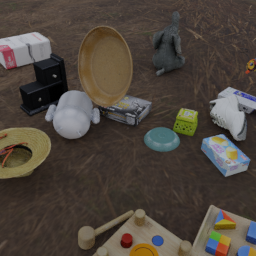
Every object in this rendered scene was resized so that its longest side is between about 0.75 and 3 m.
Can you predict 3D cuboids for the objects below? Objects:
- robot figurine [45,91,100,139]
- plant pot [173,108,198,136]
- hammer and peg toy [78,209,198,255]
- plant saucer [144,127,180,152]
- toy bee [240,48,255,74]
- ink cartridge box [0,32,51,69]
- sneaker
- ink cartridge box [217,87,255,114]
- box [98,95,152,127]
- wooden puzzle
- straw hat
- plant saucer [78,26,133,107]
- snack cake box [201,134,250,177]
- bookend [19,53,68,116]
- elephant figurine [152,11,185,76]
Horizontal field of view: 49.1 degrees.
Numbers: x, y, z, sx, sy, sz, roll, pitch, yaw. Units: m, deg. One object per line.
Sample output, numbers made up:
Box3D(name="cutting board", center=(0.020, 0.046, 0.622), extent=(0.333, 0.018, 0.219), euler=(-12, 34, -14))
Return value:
Box3D(name="robot figurine", center=(-2.189, -0.546, 11.307), extent=(2.130, 1.418, 2.511), euler=(1, 37, -1))
Box3D(name="plant pot", center=(2.393, -0.291, 11.511), extent=(0.863, 0.787, 0.867), euler=(15, 40, 18))
Box3D(name="hammer and peg toy", center=(0.108, 2.950, 7.001), extent=(2.766, 0.976, 2.035), euler=(28, 45, 32))
Box3D(name="plant saucer", center=(1.343, 0.376, 11.063), extent=(1.420, 0.255, 1.420), euler=(0, 36, 0))
Box3D(name="toy bee", center=(4.279, -2.078, 9.391), extent=(1.285, 0.699, 0.841), euler=(25, 2, 28))
Box3D(name="ink cartridge box", center=(-6.476, -4.816, 17.190), extent=(2.910, 1.234, 2.119), euler=(-25, 44, -28))
Box3D(name="sneaker", center=(4.131, -0.369, 11.623), extent=(1.266, 1.083, 2.908), euler=(-7, 29, 10))
Box3D(name="ink cartridge box", center=(5.374, -1.242, 13.103), extent=(1.047, 0.413, 2.106), euler=(-29, 44, -33))
Box3D(name="box", center=(-0.120, -0.877, 12.549), extent=(1.939, 0.469, 1.536), euler=(19, 41, 23))
Box3D(name="wooden puzzle", center=(2.882, 2.967, 7.434), extent=(1.898, 0.439, 1.758), euler=(20, 41, 24))
Box3D(name="straw hat", center=(-3.739, 1.088, 9.406), extent=(2.497, 1.057, 2.497), euler=(0, 39, 0))
Box3D(name="plant saucer", center=(-0.772, -2.249, 10.389), extent=(2.895, 2.895, 0.513), euler=(31, 31, 35))
Box3D(name="snack cake box", center=(3.452, 0.943, 10.067), extent=(0.900, 0.526, 1.566), euler=(-12, 38, -17))
Box3D(name="bookend", center=(-3.899, -1.990, 12.664), extent=(2.121, 2.134, 0.983), euler=(-29, 45, -34))
Box3D(name="elephant figurine", center=(2.227, -4.779, 15.767), extent=(2.024, 2.861, 2.220), euler=(-11, 38, -14))
